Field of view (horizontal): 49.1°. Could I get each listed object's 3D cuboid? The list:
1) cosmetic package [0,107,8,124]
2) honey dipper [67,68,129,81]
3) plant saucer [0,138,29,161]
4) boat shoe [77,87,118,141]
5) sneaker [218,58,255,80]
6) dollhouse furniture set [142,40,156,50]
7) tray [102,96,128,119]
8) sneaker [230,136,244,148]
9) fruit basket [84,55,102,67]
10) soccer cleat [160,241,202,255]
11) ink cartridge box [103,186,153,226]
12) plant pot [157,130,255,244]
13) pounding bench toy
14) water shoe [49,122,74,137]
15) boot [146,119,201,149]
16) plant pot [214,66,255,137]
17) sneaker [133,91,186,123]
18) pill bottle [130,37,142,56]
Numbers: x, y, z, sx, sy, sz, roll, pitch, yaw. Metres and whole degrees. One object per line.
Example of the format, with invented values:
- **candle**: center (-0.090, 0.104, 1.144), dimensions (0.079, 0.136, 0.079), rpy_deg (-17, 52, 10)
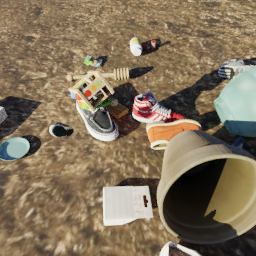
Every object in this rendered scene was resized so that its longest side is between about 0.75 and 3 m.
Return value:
- **cosmetic package**: center (-5.902, -0.139, 10.550), dimensions (1.581, 0.542, 2.096), rpy_deg (11, 44, 16)
- **honey dipper**: center (-1.405, -2.455, 13.102), dimensions (2.909, 0.552, 0.552), rpy_deg (-4, 43, 1)
- **plant saucer**: center (-4.017, 0.769, 9.846), dimensions (1.102, 0.151, 1.102), rpy_deg (0, 44, 0)
- **boat shoe**: center (-1.249, -0.634, 10.757), dimensions (1.009, 0.953, 2.812), rpy_deg (-19, 46, -20)
- **sneaker**: center (5.603, -2.780, 13.135), dimensions (2.461, 0.923, 1.421), rpy_deg (16, 43, 18)
- **dollhouse furniture set**: center (1.140, -4.554, 15.384), dimensions (0.777, 0.418, 0.316), rpy_deg (-3, 43, -3)
- **tray**: center (-0.625, -0.841, 11.530), dimensions (0.603, 0.226, 1.222), rpy_deg (-34, 52, -31)
- **sneaker**: center (3.559, 1.014, 9.361), dimensions (0.752, 0.643, 1.832), rpy_deg (40, 55, 11)
- **fruit basket**: center (-1.761, -3.393, 14.177), dimensions (0.787, 0.369, 0.729), rpy_deg (13, 44, 10)
- **soccer cleat**: center (1.805, 3.458, 6.371), dimensions (2.400, 0.931, 0.832), rpy_deg (24, 48, 23)
- **ink cartridge box**: center (-0.029, 2.234, 8.174), dimensions (1.376, 0.345, 1.107), rpy_deg (0, 43, -6)
- **plant pot**: center (2.022, 1.302, 7.751), dimensions (2.783, 2.783, 2.415), rpy_deg (-4, 26, -4)
- **pounding bench toy**: center (-1.024, -0.929, 8.629), dimensions (1.019, 1.307, 0.812), rpy_deg (-45, 29, -13)
- **water shoe**: center (-2.036, 0.038, 8.232), dimensions (0.419, 1.061, 0.379), rpy_deg (29, 94, 22)
- **boot**: center (1.697, 0.289, 10.025), dimensions (1.986, 0.745, 1.065), rpy_deg (-6, 49, 2)
- **plant pot**: center (4.167, -0.699, 10.036), dimensions (1.675, 2.500, 2.500), rpy_deg (-27, 43, 10)
- **sneaker**: center (1.202, -0.723, 10.690), dimensions (2.092, 1.176, 0.745), rpy_deg (8, 44, 9)
- **pill bottle**: center (0.441, -4.336, 15.008), dimensions (0.611, 0.611, 1.171), rpy_deg (-2, 44, -2)
